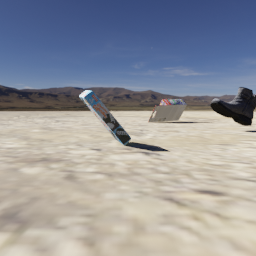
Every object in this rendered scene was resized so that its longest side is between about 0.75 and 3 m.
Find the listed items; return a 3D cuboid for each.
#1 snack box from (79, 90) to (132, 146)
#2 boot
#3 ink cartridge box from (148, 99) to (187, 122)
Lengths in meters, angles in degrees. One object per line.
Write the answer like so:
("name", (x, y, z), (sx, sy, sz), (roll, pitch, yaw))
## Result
("snack box", (-0.411, -0.194, 4.954), (0.202, 1.087, 0.631), (-41, 17, -8))
("boot", (3.025, -0.747, 7.897), (1.469, 0.967, 0.513), (25, -9, -22))
("ink cartridge box", (1.673, -0.772, 12.415), (1.796, 0.978, 0.452), (-4, 44, -32))
